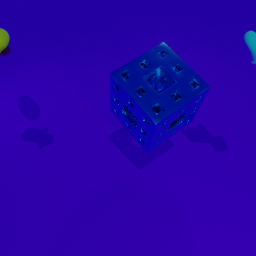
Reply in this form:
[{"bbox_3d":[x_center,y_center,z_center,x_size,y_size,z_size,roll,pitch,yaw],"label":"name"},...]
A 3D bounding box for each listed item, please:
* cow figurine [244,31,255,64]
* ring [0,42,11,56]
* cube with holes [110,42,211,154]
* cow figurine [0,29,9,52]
[{"bbox_3d":[2.637,-1.274,4.517,0.664,1.209,1.190,-12,75,-54],"label":"cow figurine"},{"bbox_3d":[-3.046,-2.176,5.979,0.287,1.435,1.435,-35,47,-1],"label":"ring"},{"bbox_3d":[0.577,-0.603,5.937,1.384,1.384,1.384,-34,69,-18],"label":"cube with holes"},{"bbox_3d":[-2.336,-1.523,4.062,1.144,1.126,0.628,10,39,-19],"label":"cow figurine"}]
